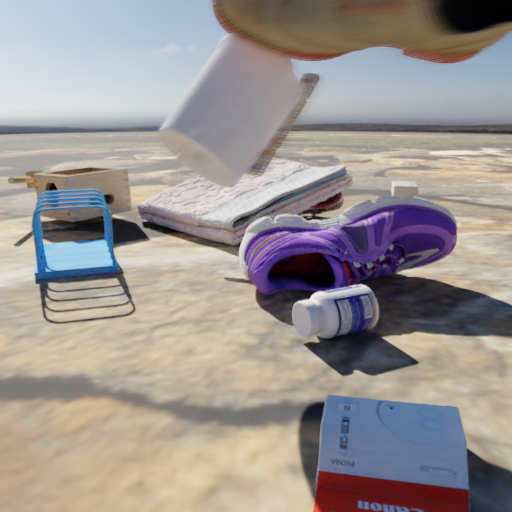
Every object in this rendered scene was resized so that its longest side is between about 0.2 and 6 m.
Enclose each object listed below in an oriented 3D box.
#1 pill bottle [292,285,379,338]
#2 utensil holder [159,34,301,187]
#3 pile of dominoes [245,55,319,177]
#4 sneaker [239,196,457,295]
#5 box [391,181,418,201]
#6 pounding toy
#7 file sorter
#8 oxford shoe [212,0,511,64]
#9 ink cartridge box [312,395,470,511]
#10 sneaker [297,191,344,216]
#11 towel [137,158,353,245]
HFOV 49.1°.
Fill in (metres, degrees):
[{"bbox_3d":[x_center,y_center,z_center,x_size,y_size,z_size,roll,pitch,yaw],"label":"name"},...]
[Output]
[{"bbox_3d":[0.875,0.639,6.271,0.877,0.525,0.525,-7,17,-26],"label":"pill bottle"},{"bbox_3d":[-0.315,-1.698,6.718,1.189,1.399,1.189,31,-11,7],"label":"utensil holder"},{"bbox_3d":[-0.328,-2.894,10.658,2.314,0.473,2.969,15,59,25],"label":"pile of dominoes"},{"bbox_3d":[1.361,0.069,7.813,3.126,1.260,1.304,-10,32,-4],"label":"sneaker"},{"bbox_3d":[3.786,-1.599,14.333,0.597,0.509,0.933,3,16,10],"label":"box"},{"bbox_3d":[-4.305,-1.312,12.305,2.374,1.086,2.086,10,20,43],"label":"pounding toy"},{"bbox_3d":[-2.956,-0.414,9.053,1.212,1.072,1.747,-6,17,-17],"label":"file sorter"},{"bbox_3d":[1.195,-2.686,5.729,3.236,1.140,1.210,-3,7,-10],"label":"oxford shoe"},{"bbox_3d":[0.935,1.424,3.875,1.020,0.301,1.274,3,14,12],"label":"ink cartridge box"},{"bbox_3d":[1.103,-1.158,12.698,1.767,0.712,0.660,-3,-20,17],"label":"sneaker"},{"bbox_3d":[-0.278,-1.366,11.984,3.507,0.565,3.350,-28,29,-33],"label":"towel"}]
